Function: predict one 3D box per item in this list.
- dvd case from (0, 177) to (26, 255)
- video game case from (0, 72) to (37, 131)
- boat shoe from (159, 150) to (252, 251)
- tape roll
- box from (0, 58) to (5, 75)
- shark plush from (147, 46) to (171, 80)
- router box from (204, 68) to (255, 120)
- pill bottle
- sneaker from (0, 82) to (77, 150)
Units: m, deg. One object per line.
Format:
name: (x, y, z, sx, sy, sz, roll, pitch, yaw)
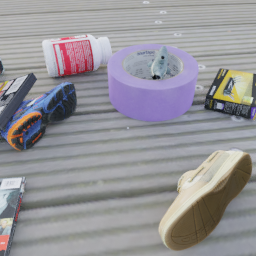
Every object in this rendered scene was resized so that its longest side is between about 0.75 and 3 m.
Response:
dvd case: (-2.933, 1.855, 5.447, 1.511, 0.228, 2.070, -4, 43, -4)
video game case: (-3.717, -0.550, 7.552, 2.035, 0.287, 2.252, -13, 38, 20)
boat shoe: (1.461, 1.304, 5.614, 2.694, 0.972, 0.875, -35, 30, -30)
tape roll: (0.717, -1.458, 8.487, 2.652, 1.127, 2.652, 0, 41, 0)
box: (-5.092, -1.565, 8.541, 0.726, 1.216, 2.956, 12, 43, 12)
shark plush: (0.851, -1.829, 8.062, 0.753, 0.691, 1.658, 26, 35, 8)
router box: (3.275, -1.101, 8.507, 1.443, 0.479, 1.835, 15, 44, 22)
pill bottle: (-1.717, -2.507, 9.591, 2.179, 1.223, 1.223, -12, 43, -15)
sneaker: (-2.391, -0.532, 7.608, 1.032, 0.991, 2.630, 19, 43, 27)
